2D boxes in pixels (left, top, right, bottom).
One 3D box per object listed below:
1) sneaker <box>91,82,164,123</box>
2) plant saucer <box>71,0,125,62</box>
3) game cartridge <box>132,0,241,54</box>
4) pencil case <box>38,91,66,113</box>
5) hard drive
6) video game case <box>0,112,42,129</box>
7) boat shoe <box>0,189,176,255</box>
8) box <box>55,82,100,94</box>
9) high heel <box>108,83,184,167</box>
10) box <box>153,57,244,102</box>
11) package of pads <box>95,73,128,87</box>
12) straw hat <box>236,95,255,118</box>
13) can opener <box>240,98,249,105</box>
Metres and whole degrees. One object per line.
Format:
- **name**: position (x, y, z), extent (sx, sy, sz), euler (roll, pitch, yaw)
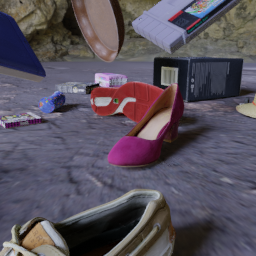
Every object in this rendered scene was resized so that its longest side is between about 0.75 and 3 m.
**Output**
- **sneaker**: position (0.457, -0.873, 8.082), extent (2.948, 1.155, 1.703), euler (15, 23, 38)
- **plant saucer**: position (-0.917, -3.531, 8.744), extent (0.505, 2.934, 2.934), euler (-29, 26, -19)
- **game cartridge**: position (1.471, -2.865, 6.662), extent (2.439, 0.468, 1.581), euler (-39, 46, -6)
- **pencil case**: position (-2.408, -0.857, 9.062), extent (0.557, 0.501, 1.283), euler (-35, 10, 14)
- **hard drive**: position (-3.145, -1.988, 5.621), extent (0.378, 1.964, 2.977), euler (-37, -14, 18)
- **video game case**: position (-2.909, -0.214, 7.463), extent (0.950, 0.170, 0.861), euler (-12, 19, -35)
- **boat shoe**: position (-0.598, 1.020, 1.983), extent (2.230, 0.763, 0.834), euler (-12, 20, -36)
- **box**: position (-2.298, -1.866, 12.903), extent (1.617, 0.397, 1.304), euler (6, 16, 21)
- **high heel**: position (0.375, -0.133, 5.258), extent (0.844, 1.204, 2.504), euler (8, 17, 25)
- **box**: position (2.843, -2.122, 11.583), extent (2.956, 1.583, 2.194), euler (-9, 18, -28)
- **package of pads**: position (-0.889, -2.462, 14.500), extent (1.075, 0.675, 1.785), euler (-6, 17, -29)
- **straw hat**: position (4.096, -0.785, 8.143), extent (1.725, 0.730, 1.725), euler (2, 22, -1)
- **can opener**: position (3.735, -0.713, 8.972), extent (0.285, 0.360, 1.083), euler (4, 21, 21)
